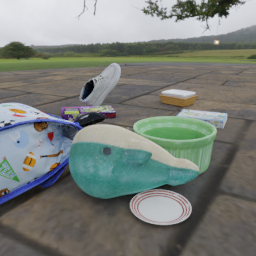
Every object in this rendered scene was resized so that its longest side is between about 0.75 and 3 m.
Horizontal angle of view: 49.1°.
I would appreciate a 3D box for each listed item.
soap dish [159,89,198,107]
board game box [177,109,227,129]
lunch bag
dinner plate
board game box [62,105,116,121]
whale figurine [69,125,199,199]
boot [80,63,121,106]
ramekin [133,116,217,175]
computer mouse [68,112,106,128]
[{"bbox_3d":[2.630,-1.575,14.665,1.606,0.652,1.264,16,24,41],"label":"soap dish"},{"bbox_3d":[3.020,-0.398,11.457,1.856,0.318,1.247,8,19,24],"label":"board game box"},{"bbox_3d":[-2.831,0.402,6.437,2.534,1.846,2.980,16,31,42],"label":"lunch bag"},{"bbox_3d":[0.635,1.561,5.497,1.195,0.145,1.195,-1,17,0],"label":"dinner plate"},{"bbox_3d":[-1.762,-0.682,12.407,2.288,0.370,1.373,-3,22,-11],"label":"board game box"},{"bbox_3d":[0.064,0.905,5.896,2.678,1.390,2.131,17,-19,-8],"label":"whale figurine"},{"bbox_3d":[-1.306,-2.115,13.239,0.918,2.496,1.193,31,1,23],"label":"boot"},{"bbox_3d":[1.203,0.459,7.472,2.155,1.053,2.155,0,17,0],"label":"ramekin"},{"bbox_3d":[-1.633,-0.267,9.316,1.704,0.392,1.197,-19,-10,2],"label":"computer mouse"}]
